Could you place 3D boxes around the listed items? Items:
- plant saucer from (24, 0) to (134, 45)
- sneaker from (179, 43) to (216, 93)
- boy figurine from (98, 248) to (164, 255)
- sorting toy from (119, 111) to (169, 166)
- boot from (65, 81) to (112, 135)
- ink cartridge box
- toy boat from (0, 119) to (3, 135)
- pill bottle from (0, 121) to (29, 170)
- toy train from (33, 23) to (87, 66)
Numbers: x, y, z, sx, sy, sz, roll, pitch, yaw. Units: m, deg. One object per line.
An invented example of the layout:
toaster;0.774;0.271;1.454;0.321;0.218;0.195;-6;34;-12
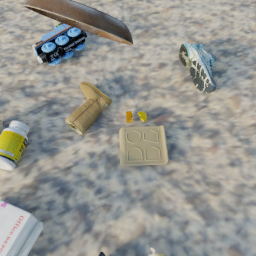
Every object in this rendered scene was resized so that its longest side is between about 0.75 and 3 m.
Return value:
plant saucer;-0.899;-2.184;5.630;2.236;2.236;0.359;22;102;13
sneaker;2.544;-2.122;9.372;0.939;0.844;2.175;-12;59;-11
boy figurine;0.515;3.429;5.875;2.665;0.859;1.657;14;56;7
sorting toy;0.421;0.278;8.232;1.351;0.243;1.813;-4;58;2
boot;-1.402;-0.667;8.658;1.294;0.489;1.478;33;65;19
ink cartridge box;-2.901;2.369;6.365;1.794;1.123;1.153;20;60;12
toy boat;-4.584;0.002;8.070;1.755;0.970;2.088;-33;71;-14
pill bottle;-3.256;0.467;7.799;0.718;0.718;1.276;11;60;7
toy train;-2.439;-3.013;9.941;2.032;0.881;1.161;-38;56;-19
